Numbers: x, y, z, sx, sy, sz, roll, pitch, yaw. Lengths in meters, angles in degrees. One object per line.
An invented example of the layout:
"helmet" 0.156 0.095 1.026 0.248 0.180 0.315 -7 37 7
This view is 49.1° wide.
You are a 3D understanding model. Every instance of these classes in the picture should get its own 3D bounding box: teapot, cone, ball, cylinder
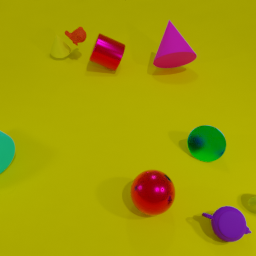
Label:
"teapot" 2.157 2.055 6.006 1.164 0.570 0.724 20 78 4
"cone" 2.290 0.300 7.913 1.026 1.026 1.030 19 21 19
"ball" 0.559 1.447 6.319 1.013 1.013 1.013 0 43 0
"cylinder" -0.794 -2.880 10.666 1.084 1.084 1.084 20 41 -15
"cone" -2.806 -3.443 11.312 0.866 0.870 0.866 1 63 -1
"cylinder" -3.776 0.490 7.156 1.220 1.220 1.220 24 48 26
"cone" 1.650 -3.295 10.502 1.613 1.613 1.619 -5 83 -6

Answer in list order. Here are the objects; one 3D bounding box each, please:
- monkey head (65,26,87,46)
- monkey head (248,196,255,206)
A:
"monkey head" -2.012 -3.652 10.910 0.772 0.646 1.073 34 27 -30
"monkey head" 3.249 1.498 6.268 0.634 1.052 0.757 32 46 -12
